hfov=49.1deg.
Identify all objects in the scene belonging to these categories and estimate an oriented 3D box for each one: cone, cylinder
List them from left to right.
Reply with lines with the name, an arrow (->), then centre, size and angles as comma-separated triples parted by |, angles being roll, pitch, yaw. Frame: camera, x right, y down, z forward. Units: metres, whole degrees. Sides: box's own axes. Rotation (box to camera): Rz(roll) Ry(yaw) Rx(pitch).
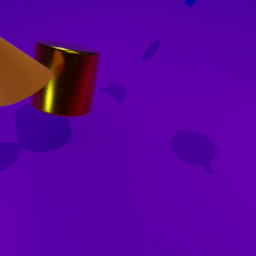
cone -> -1.898, -1.068, 4.330 | 1.045, 1.049, 1.045 | -16, 35, 12
cylinder -> -1.396, -1.113, 6.214 | 1.383, 1.383, 1.383 | 10, 19, -4

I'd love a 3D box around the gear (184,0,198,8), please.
gear -> 2.170, -4.078, 8.064 | 0.236, 1.278, 1.278 | 40, 55, -11
